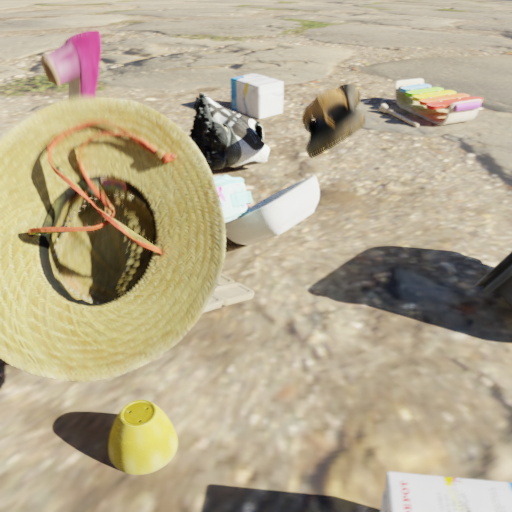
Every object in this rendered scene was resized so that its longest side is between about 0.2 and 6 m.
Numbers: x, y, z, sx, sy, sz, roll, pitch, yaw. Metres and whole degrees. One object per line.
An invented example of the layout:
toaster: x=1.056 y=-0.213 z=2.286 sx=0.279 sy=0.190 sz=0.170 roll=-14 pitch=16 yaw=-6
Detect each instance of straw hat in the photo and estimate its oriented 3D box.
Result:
straw hat: x=-1.639 y=-0.109 z=6.092 sx=2.919 sy=2.919 sz=1.235 roll=-1 pitch=-14 yaw=-1

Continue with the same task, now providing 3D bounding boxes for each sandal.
sandal: x=1.301 y=-2.560 z=9.874 sx=1.150 sy=0.768 sz=2.814 roll=-31 pitch=22 yaw=30

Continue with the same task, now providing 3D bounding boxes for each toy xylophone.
toy xylophone: x=4.740 y=-4.209 z=15.472 sx=2.019 sy=0.693 sz=2.757 roll=-17 pitch=35 yaw=-26

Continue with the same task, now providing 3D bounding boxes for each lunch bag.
lunch bag: x=-0.928 y=-0.777 z=8.690 sx=1.611 sy=0.774 sz=2.008 roll=-16 pitch=6 yaw=11

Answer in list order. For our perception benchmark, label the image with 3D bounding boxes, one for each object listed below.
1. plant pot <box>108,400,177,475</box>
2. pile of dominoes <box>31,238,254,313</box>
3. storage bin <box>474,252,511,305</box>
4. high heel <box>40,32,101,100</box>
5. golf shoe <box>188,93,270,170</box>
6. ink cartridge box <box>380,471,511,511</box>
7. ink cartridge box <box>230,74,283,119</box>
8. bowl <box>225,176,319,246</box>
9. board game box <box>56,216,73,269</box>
plant pot: x=-1.166 y=1.759 z=5.670 sx=0.702 sy=0.499 sz=0.702 roll=0 pitch=30 yaw=0
pile of dominoes: x=-1.895 y=0.415 z=7.433 sx=2.461 sy=0.503 sz=3.158 roll=27 pitch=20 yaw=30
storage bin: x=4.123 y=0.264 z=7.540 sx=2.038 sy=1.483 sz=1.369 roll=-27 pitch=68 yaw=-38
high heel: x=-3.156 y=-2.980 z=10.713 sx=0.831 sy=2.468 sz=1.184 roll=31 pitch=59 yaw=34
golf shoe: x=-0.661 y=-2.779 z=12.845 sx=1.496 sy=1.231 sz=3.166 roll=3 pitch=34 yaw=-20
ink cartridge box: x=1.593 y=2.347 z=4.288 sx=1.229 sy=0.898 sz=0.902 roll=3 pitch=31 yaw=6
ink cartridge box: x=0.018 y=-4.499 z=15.737 sx=0.918 sy=0.914 sz=1.252 roll=-24 pitch=38 yaw=-34
bowl: x=0.275 y=-0.674 z=9.243 sx=1.472 sy=0.550 sz=1.474 roll=-34 pitch=11 yaw=-37
board game box: x=-4.191 y=0.016 z=8.489 sx=3.381 sy=0.585 sz=2.291 roll=7 pitch=31 yaw=11
